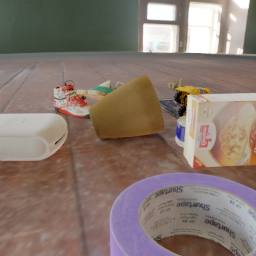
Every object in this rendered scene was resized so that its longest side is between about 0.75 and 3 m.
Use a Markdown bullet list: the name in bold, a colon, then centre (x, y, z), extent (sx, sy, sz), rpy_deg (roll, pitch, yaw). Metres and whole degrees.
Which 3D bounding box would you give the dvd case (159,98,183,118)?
- **dvd case**: centre (2.860, -1.090, 14.148), extent (2.182, 0.234, 2.935), rpy_deg (-6, 21, -16)

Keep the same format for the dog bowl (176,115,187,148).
- **dog bowl**: centre (2.692, 0.148, 9.891), extent (1.964, 0.774, 1.964), rpy_deg (0, 20, 0)

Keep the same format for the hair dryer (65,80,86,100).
- **hair dryer**: centre (-2.825, -1.614, 14.133), extent (1.702, 1.297, 0.462), rpy_deg (-37, 5, 44)

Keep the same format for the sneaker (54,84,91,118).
- **sneaker**: centre (-2.516, -1.301, 13.100), extent (2.483, 1.331, 0.829), rpy_deg (12, 23, 30)

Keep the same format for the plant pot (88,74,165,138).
- **plant pot**: centre (-0.175, -0.562, 10.330), extent (2.384, 2.222, 2.222), rpy_deg (-18, 22, -5)

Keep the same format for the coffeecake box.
- **coffeecake box**: centre (3.092, 0.045, 8.346), extent (2.600, 1.996, 0.950), rpy_deg (-2, 20, -5)

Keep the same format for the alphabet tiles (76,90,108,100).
- **alphabet tiles**: centre (-1.058, -1.459, 13.613), extent (2.779, 0.207, 2.841), rpy_deg (8, 0, 35)

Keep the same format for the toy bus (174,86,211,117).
- **toy bus**: centre (2.888, -1.079, 11.321), extent (1.635, 1.703, 1.155), rpy_deg (-31, 28, -15)

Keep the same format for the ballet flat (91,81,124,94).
- **ballet flat**: centre (-0.734, -1.938, 14.085), extent (2.383, 0.839, 0.802), rpy_deg (8, 4, -13)

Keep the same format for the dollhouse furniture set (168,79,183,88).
- **dollhouse furniture set**: centre (3.269, -3.090, 19.194), extent (0.898, 0.596, 0.787), rpy_deg (10, 22, 27)

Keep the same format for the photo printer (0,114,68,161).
- **photo printer**: centre (-3.524, 0.234, 9.284), extent (2.898, 1.006, 2.411), rpy_deg (0, 20, 1)

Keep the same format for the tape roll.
- **tape roll**: centre (1.092, 1.879, 4.486), extent (2.759, 1.172, 2.759), rpy_deg (-1, 20, 0)
